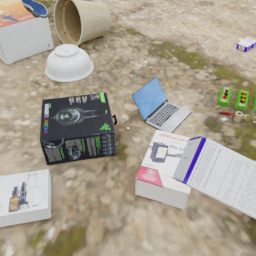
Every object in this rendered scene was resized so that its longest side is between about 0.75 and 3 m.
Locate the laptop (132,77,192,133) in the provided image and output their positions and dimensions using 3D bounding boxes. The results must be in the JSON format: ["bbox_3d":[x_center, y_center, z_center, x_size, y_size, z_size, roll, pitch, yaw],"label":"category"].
[{"bbox_3d":[1.101,-0.741,8.877,1.466,0.850,1.373,28,51,27],"label":"laptop"}]

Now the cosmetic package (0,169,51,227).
[{"bbox_3d":[-2.660,1.642,6.581,1.623,0.419,1.224,-8,36,-10],"label":"cosmetic package"}]

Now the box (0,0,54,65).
[{"bbox_3d":[-5.011,-4.333,12.166,2.238,1.563,2.939,-31,51,-29],"label":"box"}]

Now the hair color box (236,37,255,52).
[{"bbox_3d":[5.279,-3.702,12.435,0.892,0.289,0.487,-33,51,-27],"label":"hair color box"}]

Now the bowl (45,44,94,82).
[{"bbox_3d":[-2.326,-2.664,10.915,1.935,0.870,1.935,1,43,-1],"label":"bowl"}]

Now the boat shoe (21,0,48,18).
[{"bbox_3d":[-3.096,-3.998,9.510,1.177,0.426,0.425,39,71,21],"label":"boat shoe"}]

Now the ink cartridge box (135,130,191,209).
[{"bbox_3d":[1.056,0.979,7.120,1.276,0.743,1.763,14,45,14],"label":"ink cartridge box"}]

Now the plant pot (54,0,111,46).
[{"bbox_3d":[-1.889,-4.792,12.507,1.954,2.134,2.134,-24,48,-38],"label":"plant pot"}]

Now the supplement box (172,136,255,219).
[{"bbox_3d":[1.666,0.845,4.609,1.596,0.808,0.825,25,84,1],"label":"supplement box"}]

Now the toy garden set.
[{"bbox_3d":[4.030,-0.716,9.154,2.119,0.423,1.766,15,45,16],"label":"toy garden set"}]

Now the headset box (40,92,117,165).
[{"bbox_3d":[-1.348,-0.041,8.044,2.081,0.965,1.812,-7,44,-7],"label":"headset box"}]
